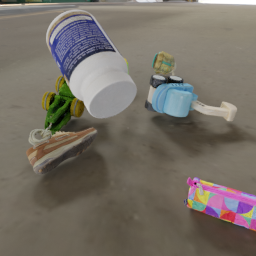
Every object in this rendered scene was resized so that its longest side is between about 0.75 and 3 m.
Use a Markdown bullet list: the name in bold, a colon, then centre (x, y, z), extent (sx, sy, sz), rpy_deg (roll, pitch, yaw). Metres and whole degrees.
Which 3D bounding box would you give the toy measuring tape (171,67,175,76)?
- **toy measuring tape**: centre (1.549, -1.231, 8.209), extent (0.419, 1.138, 0.419), rpy_deg (-9, 0, 0)

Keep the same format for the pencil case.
- **pencil case**: centre (1.507, 1.162, 4.323), extent (1.243, 0.549, 0.549), rpy_deg (14, 31, 23)

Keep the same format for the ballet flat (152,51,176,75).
- **ballet flat**: centre (1.318, -2.263, 9.947), extent (0.873, 0.873, 2.469), rpy_deg (4, 14, 7)

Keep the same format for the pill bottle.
- **pill bottle**: centre (-0.777, -1.346, 5.894), extent (1.279, 1.279, 2.211), rpy_deg (-16, 58, -27)

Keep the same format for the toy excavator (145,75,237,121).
- **toy excavator**: centre (1.589, -0.633, 7.264), extent (1.784, 0.916, 1.834), rpy_deg (-6, 32, -32)

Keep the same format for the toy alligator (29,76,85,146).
- **toy alligator**: centre (-1.649, -0.461, 7.033), extent (0.990, 0.718, 2.988), rpy_deg (14, 44, 8)

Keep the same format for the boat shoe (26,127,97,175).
- **boat shoe**: centre (-1.287, 0.304, 5.640), extent (0.578, 0.609, 1.609), rpy_deg (46, 43, 15)

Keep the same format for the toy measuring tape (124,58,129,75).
- **toy measuring tape**: centre (-0.377, -1.754, 7.745), extent (0.944, 0.944, 2.567), rpy_deg (3, 29, 5)
